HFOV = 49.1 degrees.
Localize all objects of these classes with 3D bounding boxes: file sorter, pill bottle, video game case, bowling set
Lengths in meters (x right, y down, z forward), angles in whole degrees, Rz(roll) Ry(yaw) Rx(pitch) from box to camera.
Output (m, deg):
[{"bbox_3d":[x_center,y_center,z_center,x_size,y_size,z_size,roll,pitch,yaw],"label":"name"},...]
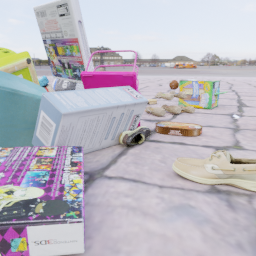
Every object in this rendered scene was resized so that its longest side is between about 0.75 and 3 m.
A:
[{"bbox_3d":[-0.351,-1.116,8.453,1.476,2.124,1.332,2,46,9],"label":"file sorter"},{"bbox_3d":[-2.135,-1.707,13.012,2.809,1.598,1.598,11,17,42],"label":"pill bottle"},{"bbox_3d":[-1.909,0.897,4.129,2.522,0.498,2.782,-2,13,-10],"label":"video game case"},{"bbox_3d":[1.794,-1.273,11.714,2.088,1.453,1.121,-3,11,-30],"label":"bowling set"},{"bbox_3d":[-2.248,-2.963,9.786,0.344,2.724,2.989,-27,28,-32],"label":"video game case"}]

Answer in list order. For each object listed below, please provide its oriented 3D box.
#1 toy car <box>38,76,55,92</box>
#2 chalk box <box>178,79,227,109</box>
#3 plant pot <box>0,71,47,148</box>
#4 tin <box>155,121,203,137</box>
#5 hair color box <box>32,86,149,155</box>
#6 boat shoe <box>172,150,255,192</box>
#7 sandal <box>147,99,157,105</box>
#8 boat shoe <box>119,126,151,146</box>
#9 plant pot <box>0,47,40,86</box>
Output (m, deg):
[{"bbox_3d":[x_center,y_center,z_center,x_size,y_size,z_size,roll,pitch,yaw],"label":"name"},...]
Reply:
[{"bbox_3d":[-3.758,-1.102,11.715,1.671,1.540,1.478,-33,20,-9],"label":"toy car"},{"bbox_3d":[3.639,-1.631,13.406,2.111,1.307,1.313,9,14,32],"label":"chalk box"},{"bbox_3d":[-3.189,-0.349,6.364,2.643,1.868,1.867,5,20,-29],"label":"plant pot"},{"bbox_3d":[1.527,0.021,8.498,1.428,0.299,0.800,6,18,23],"label":"tin"},{"bbox_3d":[-0.790,-0.180,6.584,2.626,1.300,0.796,-13,45,-46],"label":"hair color box"},{"bbox_3d":[1.682,0.665,4.949,1.815,0.590,0.655,7,15,28],"label":"boat shoe"},{"bbox_3d":[0.572,-1.517,14.188,2.118,0.697,0.777,-9,16,-32],"label":"sandal"},{"bbox_3d":[0.267,0.252,7.277,0.394,0.445,1.215,28,28,33],"label":"boat shoe"},{"bbox_3d":[-3.822,-1.113,8.245,1.994,2.197,2.186,8,31,31],"label":"plant pot"}]
